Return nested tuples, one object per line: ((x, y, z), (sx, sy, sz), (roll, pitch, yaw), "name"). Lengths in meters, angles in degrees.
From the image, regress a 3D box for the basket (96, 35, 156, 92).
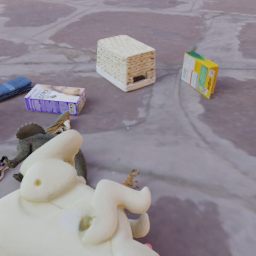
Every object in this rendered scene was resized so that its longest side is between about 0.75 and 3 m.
((-0.117, -2.525, 10.583), (1.476, 1.343, 2.177), (-22, 41, -28), "basket")

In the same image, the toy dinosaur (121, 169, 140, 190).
((-0.151, 1.390, 5.991), (0.692, 0.394, 1.303), (38, 49, 24), "toy dinosaur")

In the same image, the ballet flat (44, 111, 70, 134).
((-1.969, 0.010, 8.000), (0.472, 0.443, 1.306), (33, 45, 9), "ballet flat")

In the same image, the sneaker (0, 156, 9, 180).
((-3.126, 0.960, 6.742), (0.301, 0.324, 0.750), (3, 37, 7), "sneaker")

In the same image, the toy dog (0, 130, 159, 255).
((-0.699, 1.772, 4.180), (2.847, 1.986, 2.760), (37, 44, 28), "toy dog")

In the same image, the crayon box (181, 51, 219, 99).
((2.604, -1.903, 9.967), (0.441, 1.076, 1.711), (-15, 39, -20), "crayon box")

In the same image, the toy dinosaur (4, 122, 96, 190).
((-1.826, 0.632, 6.542), (2.919, 1.123, 1.493), (12, 51, 22), "toy dinosaur")

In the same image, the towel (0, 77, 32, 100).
((-4.152, -1.379, 9.887), (1.399, 0.339, 0.781), (-32, 46, -34), "towel")

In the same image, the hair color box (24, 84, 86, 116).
((-2.325, -0.933, 9.112), (1.722, 0.558, 0.941), (7, 36, 6), "hair color box")
